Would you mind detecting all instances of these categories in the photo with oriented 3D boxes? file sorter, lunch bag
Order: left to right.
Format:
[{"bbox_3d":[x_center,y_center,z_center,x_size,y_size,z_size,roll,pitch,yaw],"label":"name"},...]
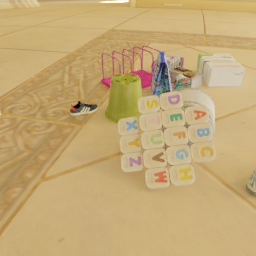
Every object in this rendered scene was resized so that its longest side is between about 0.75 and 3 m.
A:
[{"bbox_3d":[0.227,-3.170,14.599,2.768,1.736,1.923,-19,36,-28],"label":"file sorter"},{"bbox_3d":[1.629,-2.551,13.236,0.985,2.095,1.577,2,32,3],"label":"lunch bag"}]

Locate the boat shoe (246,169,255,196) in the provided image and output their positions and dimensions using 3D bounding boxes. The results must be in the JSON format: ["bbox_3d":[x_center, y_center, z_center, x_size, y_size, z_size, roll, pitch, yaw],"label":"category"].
[{"bbox_3d":[4.508,1.280,8.268,2.371,0.760,0.874,-14,34,-21],"label":"boat shoe"}]

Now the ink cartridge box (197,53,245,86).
[{"bbox_3d":[4.971,-3.211,15.302,1.828,1.056,2.513,0,32,-1],"label":"ink cartridge box"}]

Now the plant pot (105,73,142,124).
[{"bbox_3d":[-0.093,-1.312,11.645,1.808,1.662,1.808,1,32,0],"label":"plant pot"}]

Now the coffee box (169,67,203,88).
[{"bbox_3d":[3.006,-2.653,14.795,0.907,0.640,1.604,-24,39,-34],"label":"coffee box"}]

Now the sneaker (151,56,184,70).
[{"bbox_3d":[2.098,-3.648,16.132,1.122,1.021,2.539,25,33,38],"label":"sneaker"}]

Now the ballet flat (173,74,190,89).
[{"bbox_3d":[2.514,-2.267,13.524,0.576,0.593,1.667,-15,2,-5],"label":"ballet flat"}]

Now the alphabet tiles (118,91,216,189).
[{"bbox_3d":[1.088,0.313,8.412,2.804,0.209,2.867,-8,72,10],"label":"alphabet tiles"}]

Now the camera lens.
[{"bbox_3d":[2.141,-0.282,9.854,1.760,1.760,2.200,8,33,12],"label":"camera lens"}]

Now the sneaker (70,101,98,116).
[{"bbox_3d":[-1.890,-0.931,12.097,1.268,0.536,0.475,-17,35,-26],"label":"sneaker"}]
